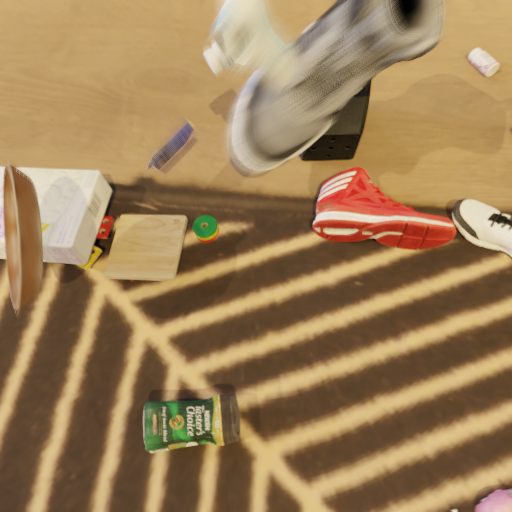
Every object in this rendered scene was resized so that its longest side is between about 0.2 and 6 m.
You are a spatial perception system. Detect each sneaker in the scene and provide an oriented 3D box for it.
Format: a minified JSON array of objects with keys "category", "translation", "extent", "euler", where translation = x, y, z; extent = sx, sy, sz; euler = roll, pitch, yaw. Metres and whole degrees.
[{"category":"sneaker","translation":[1.084,-2.574,7.432],"extent":[1.322,1.993,3.502],"euler":[43,87,-16]},{"category":"sneaker","translation":[4.109,-0.384,8.923],"extent":[2.024,0.810,0.746],"euler":[35,69,18]},{"category":"sneaker","translation":[-0.022,-2.277,6.186],"extent":[0.497,1.300,0.525],"euler":[18,73,36]},{"category":"sneaker","translation":[2.103,-0.886,9.157],"extent":[2.250,0.882,1.300],"euler":[7,63,2]}]

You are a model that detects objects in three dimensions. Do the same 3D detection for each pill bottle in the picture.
[{"category":"pill bottle","translation":[-0.352,-2.644,7.202],"extent":[0.604,0.341,0.341],"euler":[-34,66,-1]},{"category":"pill bottle","translation":[4.467,-3.814,11.016],"extent":[0.316,0.316,0.557],"euler":[-28,65,-14]}]

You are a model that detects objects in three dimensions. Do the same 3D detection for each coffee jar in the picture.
[{"category":"coffee jar","translation":[-0.865,2.275,7.635],"extent":[1.288,0.549,0.671],"euler":[-6,62,-3]}]

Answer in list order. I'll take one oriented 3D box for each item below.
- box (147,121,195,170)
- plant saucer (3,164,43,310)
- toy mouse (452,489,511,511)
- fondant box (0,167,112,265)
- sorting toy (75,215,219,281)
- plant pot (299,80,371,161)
[{"category":"box","translation":[-1.310,-1.646,8.591],"extent":[0.143,0.533,0.880],"euler":[43,66,-6]},{"category":"plant saucer","translation":[-2.783,-0.226,6.663],"extent":[0.295,1.715,1.715],"euler":[-3,59,-29]},{"category":"toy mouse","translation":[3.520,3.472,7.103],"extent":[1.853,0.359,1.647],"euler":[33,67,16]},{"category":"fondant box","translation":[-3.528,-0.675,9.037],"extent":[2.008,0.585,1.448],"euler":[3,61,13]},{"category":"sorting toy","translation":[-1.772,-0.080,8.921],"extent":[2.342,0.396,1.129],"euler":[1,61,12]},{"category":"plant pot","translation":[1.246,-2.416,9.761],"extent":[1.408,1.411,1.252],"euler":[-1,74,-1]}]
